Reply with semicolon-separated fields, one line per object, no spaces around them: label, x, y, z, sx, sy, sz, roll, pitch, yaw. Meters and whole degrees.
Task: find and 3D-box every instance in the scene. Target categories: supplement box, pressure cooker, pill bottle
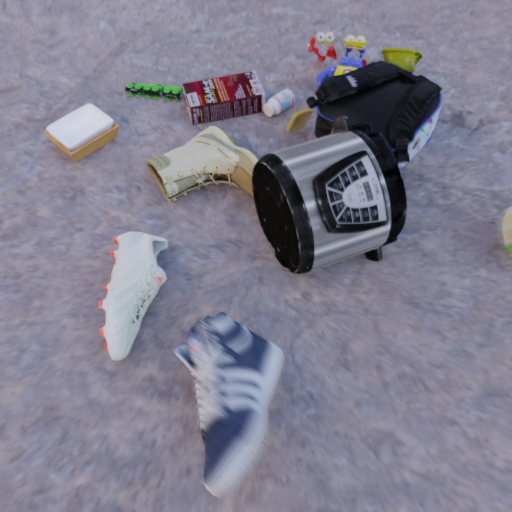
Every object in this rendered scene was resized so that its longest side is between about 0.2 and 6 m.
supplement box;-0.740;-3.666;12.962;1.754;0.534;0.954;-14;54;-8
pressure cooker;1.427;-1.072;9.959;2.563;2.254;2.289;-18;54;-14
pill bottle;0.519;-3.515;12.932;0.735;0.400;0.400;-38;62;-24

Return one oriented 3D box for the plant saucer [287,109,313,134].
plant saucer;0.926;-2.984;12.295;0.557;0.557;0.135;-28;72;-35

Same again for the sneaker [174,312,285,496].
sneaker;-0.570;1.880;7.871;1.506;0.973;2.776;38;31;-8

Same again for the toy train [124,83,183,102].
toy train;-2.421;-3.933;13.332;1.411;0.294;0.398;10;44;7

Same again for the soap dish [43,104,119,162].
soap dish;-3.785;-2.683;12.235;1.020;0.527;1.297;37;61;24

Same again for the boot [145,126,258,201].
boot;-0.973;-1.596;11.231;1.816;0.846;2.349;-30;53;-21

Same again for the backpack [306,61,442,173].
backpack;2.598;-2.764;11.491;2.409;1.856;2.294;41;71;20

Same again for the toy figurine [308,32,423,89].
toy figurine;2.401;-4.086;13.220;2.658;1.402;1.592;13;83;12

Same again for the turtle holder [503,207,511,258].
turtle holder;4.833;-0.423;9.880;1.503;1.142;1.068;-17;81;-24

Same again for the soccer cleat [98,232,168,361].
soccer cleat;-2.064;0.578;9.621;1.000;0.894;2.579;0;50;-3
